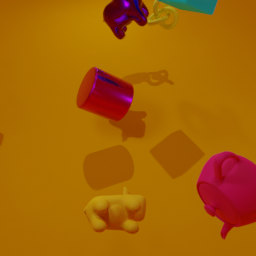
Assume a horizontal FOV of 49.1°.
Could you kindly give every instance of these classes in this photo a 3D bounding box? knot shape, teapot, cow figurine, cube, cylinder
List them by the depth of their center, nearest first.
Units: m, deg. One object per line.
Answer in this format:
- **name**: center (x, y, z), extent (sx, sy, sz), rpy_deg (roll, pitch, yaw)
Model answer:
- **teapot**: center (1.310, 0.879, 3.629), extent (0.765, 1.563, 0.972), rpy_deg (-34, 38, -19)
- **cow figurine**: center (-0.175, 1.277, 4.389), extent (1.104, 1.086, 0.606), rpy_deg (7, 85, -21)
- **cube**: center (1.405, -3.303, 6.357), extent (1.063, 1.063, 1.063), rpy_deg (-2, 26, -41)
- **cylinder**: center (-0.590, -0.837, 7.124), extent (1.098, 1.098, 1.098), rpy_deg (21, 47, -27)
- **cow figurine**: center (-0.118, -3.434, 7.436), extent (1.721, 1.694, 0.945), rpy_deg (-23, 37, 29)
- **knot shape**: center (1.209, -3.721, 9.337), extent (1.022, 0.505, 1.092), rpy_deg (33, 89, 14)
